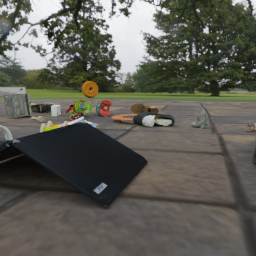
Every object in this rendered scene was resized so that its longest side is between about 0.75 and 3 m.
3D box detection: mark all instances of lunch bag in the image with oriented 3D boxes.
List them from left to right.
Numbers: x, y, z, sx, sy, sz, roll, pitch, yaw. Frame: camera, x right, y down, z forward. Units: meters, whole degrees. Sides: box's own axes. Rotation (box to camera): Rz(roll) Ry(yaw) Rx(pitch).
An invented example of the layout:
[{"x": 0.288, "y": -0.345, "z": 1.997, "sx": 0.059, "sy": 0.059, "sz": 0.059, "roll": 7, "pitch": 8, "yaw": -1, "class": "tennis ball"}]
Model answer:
[{"x": -6.064, "y": -1.273, "z": 15.843, "sx": 0.945, "sy": 1.319, "sz": 1.608, "roll": -2, "pitch": 7, "yaw": 25, "class": "lunch bag"}]

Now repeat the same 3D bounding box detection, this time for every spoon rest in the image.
[{"x": -4.423, "y": 0.215, "z": 8.326, "sx": 0.936, "sy": 0.571, "sz": 1.884, "roll": 7, "pitch": 10, "yaw": 38, "class": "spoon rest"}]

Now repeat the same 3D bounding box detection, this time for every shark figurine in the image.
[{"x": 3.059, "y": -0.258, "z": 11.475, "sx": 0.739, "sy": 0.516, "sz": 1.236, "roll": 20, "pitch": -35, "yaw": 3, "class": "shark figurine"}]

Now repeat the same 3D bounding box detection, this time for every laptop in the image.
[{"x": -1.478, "y": 0.824, "z": 5.584, "sx": 2.960, "sy": 1.528, "sz": 2.623, "roll": -24, "pitch": 0, "yaw": 19, "class": "laptop"}]

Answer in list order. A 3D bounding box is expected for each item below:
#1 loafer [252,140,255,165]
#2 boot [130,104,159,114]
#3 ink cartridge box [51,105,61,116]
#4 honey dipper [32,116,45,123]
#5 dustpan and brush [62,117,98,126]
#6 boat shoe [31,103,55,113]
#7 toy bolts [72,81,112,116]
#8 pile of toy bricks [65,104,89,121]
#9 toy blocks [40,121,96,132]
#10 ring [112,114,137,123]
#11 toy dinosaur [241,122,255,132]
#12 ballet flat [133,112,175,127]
[{"x": 3.406, "y": 0.257, "z": 6.481, "sx": 1.023, "sy": 1.000, "sz": 2.802, "roll": 3, "pitch": 9, "yaw": 17, "class": "loafer"}, {"x": 0.718, "y": -1.104, "z": 17.049, "sx": 1.929, "sy": 0.711, "sz": 1.492, "roll": 8, "pitch": 4, "yaw": -27, "class": "boot"}, {"x": -4.303, "y": -1.040, "z": 16.716, "sx": 0.353, "sy": 0.611, "sz": 0.840, "roll": 0, "pitch": 8, "yaw": 0, "class": "ink cartridge box"}, {"x": -4.570, "y": -0.478, "z": 14.069, "sx": 0.301, "sy": 0.301, "sz": 1.583, "roll": -6, "pitch": 9, "yaw": -34, "class": "honey dipper"}, {"x": -2.164, "y": -0.054, "z": 10.107, "sx": 1.868, "sy": 0.534, "sz": 1.303, "roll": -24, "pitch": 15, "yaw": -20, "class": "dustpan and brush"}, {"x": -5.731, "y": -1.278, "z": 18.518, "sx": 1.910, "sy": 0.699, "sz": 0.619, "roll": -4, "pitch": 21, "yaw": -14, "class": "boat shoe"}, {"x": -2.106, "y": -1.549, "z": 16.576, "sx": 2.178, "sy": 2.080, "sz": 1.511, "roll": 16, "pitch": -5, "yaw": -23, "class": "toy bolts"}, {"x": -2.824, "y": -0.722, "z": 14.723, "sx": 0.764, "sy": 0.858, "sz": 1.547, "roll": -39, "pitch": 2, "yaw": 27, "class": "pile of toy bricks"}, {"x": -1.865, "y": 0.102, "z": 9.057, "sx": 1.586, "sy": 0.576, "sz": 1.322, "roll": 1, "pitch": 8, "yaw": -1, "class": "toy blocks"}, {"x": 0.538, "y": -0.457, "z": 14.042, "sx": 2.730, "sy": 0.262, "sz": 2.730, "roll": 0, "pitch": 9, "yaw": 0, "class": "ring"}, {"x": 4.800, "y": 0.000, "z": 10.637, "sx": 0.592, "sy": 0.375, "sz": 0.873, "roll": 6, "pitch": -14, "yaw": -41, "class": "toy dinosaur"}, {"x": 1.174, "y": -0.341, "z": 12.067, "sx": 1.869, "sy": 0.636, "sz": 0.639, "roll": -2, "pitch": 20, "yaw": -13, "class": "ballet flat"}]
